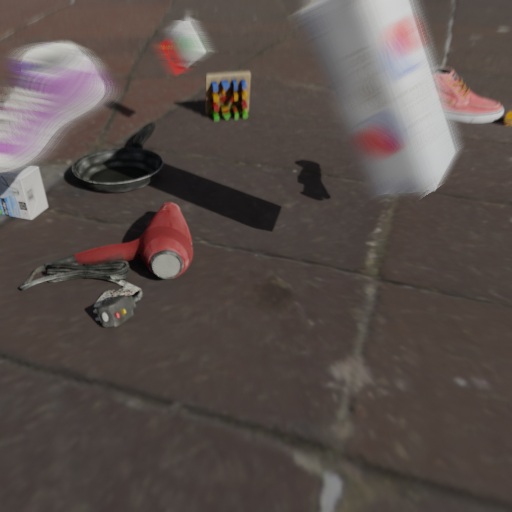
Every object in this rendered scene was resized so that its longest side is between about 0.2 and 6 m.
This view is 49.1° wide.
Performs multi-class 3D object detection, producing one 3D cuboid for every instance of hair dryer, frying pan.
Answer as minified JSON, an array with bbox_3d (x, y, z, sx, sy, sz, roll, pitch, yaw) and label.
[{"bbox_3d":[-2.029,-0.137,8.709,2.161,0.771,2.838,20,38,28],"label":"hair dryer"},{"bbox_3d":[-2.916,-2.064,11.833,1.797,0.484,2.971,-7,33,-11],"label":"frying pan"}]

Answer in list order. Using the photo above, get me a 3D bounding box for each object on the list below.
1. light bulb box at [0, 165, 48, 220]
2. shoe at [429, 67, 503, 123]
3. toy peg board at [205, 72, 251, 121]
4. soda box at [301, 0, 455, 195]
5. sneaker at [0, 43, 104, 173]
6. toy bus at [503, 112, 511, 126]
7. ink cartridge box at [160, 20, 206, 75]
[{"bbox_3d":[-4.374,-1.188,10.180,0.860,0.852,0.537,9,34,15],"label":"light bulb box"},{"bbox_3d":[5.097,-4.127,14.299,2.453,1.116,0.876,9,35,13],"label":"shoe"},{"bbox_3d":[-0.670,-3.961,14.159,1.135,1.130,0.555,-9,50,-12],"label":"toy peg board"},{"bbox_3d":[1.538,-2.013,6.709,0.823,2.584,0.880,2,43,42],"label":"soda box"},{"bbox_3d":[-3.043,-2.008,7.320,2.057,1.173,0.745,-43,81,-5],"label":"sneaker"},{"bbox_3d":[6.367,-3.448,14.070,0.210,0.253,0.645,18,38,23],"label":"toy bus"},{"bbox_3d":[-1.577,-4.336,11.689,0.919,0.740,0.230,-27,3,30],"label":"ink cartridge box"}]
